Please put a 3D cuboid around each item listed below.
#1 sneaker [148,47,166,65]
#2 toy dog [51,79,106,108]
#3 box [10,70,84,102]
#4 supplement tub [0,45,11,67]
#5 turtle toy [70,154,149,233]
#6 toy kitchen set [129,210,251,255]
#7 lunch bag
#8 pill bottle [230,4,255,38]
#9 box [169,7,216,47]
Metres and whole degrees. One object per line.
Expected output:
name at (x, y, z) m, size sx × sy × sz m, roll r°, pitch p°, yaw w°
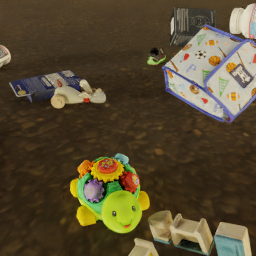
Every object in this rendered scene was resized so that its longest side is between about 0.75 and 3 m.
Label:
sneaker at (1.547, -3.862, 14.560) m, size 0.689 × 0.752 × 1.796 m, roll 12°, pitch 35°, yaw 17°
toy dog at (-1.949, -1.423, 10.659) m, size 2.042 × 0.983 × 1.347 m, roll -13°, pitch 37°, yaw -18°
box at (-3.361, -1.755, 11.651) m, size 2.692 × 0.436 × 1.631 m, roll -17°, pitch 37°, yaw -26°
supplement tub at (-6.508, -3.378, 13.624) m, size 0.978 × 0.978 × 1.394 m, roll 8°, pitch 34°, yaw 12°
turtle toy at (-0.364, 1.399, 6.224) m, size 1.682 × 1.167 × 2.308 m, roll -11°, pitch 35°, yaw -16°
toy kitchen set at (1.059, 2.492, 5.011) m, size 1.846 × 1.087 × 1.479 m, roll 0°, pitch 28°, yaw 38°
lunch bag at (2.373, -1.423, 7.381) m, size 1.937 × 1.411 × 2.279 m, roll -45°, pitch 59°, yaw -9°
pill bottle at (3.231, -2.521, 6.621) m, size 1.448 × 0.787 × 0.787 m, roll 15°, pitch 36°, yaw 33°
box at (2.070, -3.227, 9.045) m, size 1.339 × 0.717 × 0.994 m, roll 3°, pitch 75°, yaw -4°
